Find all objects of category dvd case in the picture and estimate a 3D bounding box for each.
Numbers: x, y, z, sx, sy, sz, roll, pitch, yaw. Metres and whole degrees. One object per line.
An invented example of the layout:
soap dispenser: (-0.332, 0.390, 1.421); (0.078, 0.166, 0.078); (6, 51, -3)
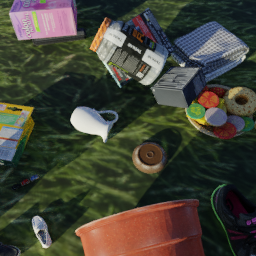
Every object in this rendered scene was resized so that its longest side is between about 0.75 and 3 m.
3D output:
dvd case: (0.264, -3.125, 10.920); (2.719, 0.299, 1.985); (-36, 99, -12)

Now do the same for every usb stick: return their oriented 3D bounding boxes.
usb stick: (-2.981, -4.005, 12.255); (2.328, 0.380, 0.645); (-10, 57, -6)

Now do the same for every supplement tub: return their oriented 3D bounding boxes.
supplement tub: (0.020, -2.703, 9.865); (2.464, 1.510, 1.510); (27, 57, -16)

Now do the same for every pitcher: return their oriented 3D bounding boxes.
pitcher: (-1.133, -0.298, 9.643); (1.390, 0.843, 1.193); (26, 60, 6)

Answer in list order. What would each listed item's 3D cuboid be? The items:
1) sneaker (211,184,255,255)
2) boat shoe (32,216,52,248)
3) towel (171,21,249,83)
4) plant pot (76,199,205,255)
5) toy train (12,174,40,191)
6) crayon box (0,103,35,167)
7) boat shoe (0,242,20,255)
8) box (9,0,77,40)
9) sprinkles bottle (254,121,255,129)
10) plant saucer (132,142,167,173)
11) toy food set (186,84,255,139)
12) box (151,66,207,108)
sneaker: (3.177, 2.741, 7.467); (1.055, 1.151, 2.748); (-23, 60, -14)
boat shoe: (-2.438, 2.870, 7.871); (0.345, 0.338, 0.975); (-29, 62, -17)
towel: (3.260, -3.148, 11.298); (2.493, 1.067, 2.064); (-28, 61, -17)
plant pot: (0.575, 3.438, 6.176); (3.008, 3.008, 2.925); (-11, 66, -7)
toy train: (-3.184, 1.678, 8.716); (0.893, 0.204, 0.152); (-26, 61, -16)
crayon box: (-4.076, 0.195, 9.465); (1.326, 0.544, 2.109); (9, 58, 5)
boat shoe: (-3.508, 3.329, 7.568); (1.170, 0.364, 0.437); (10, 56, 5)
box: (-3.526, -4.971, 12.117); (2.482, 1.200, 2.183); (-7, 46, -2)
sprinkles bottle: (5.129, -0.756, 9.982); (0.697, 0.697, 2.041); (26, 61, 16)
plant saucer: (0.721, 0.918, 9.207); (1.155, 0.211, 1.155); (0, 56, 0)
toy food set: (3.285, -0.671, 9.981); (2.462, 0.599, 2.437); (20, 60, 13)
box: (1.832, -1.494, 10.087); (1.378, 0.849, 1.366); (14, 52, 45)
